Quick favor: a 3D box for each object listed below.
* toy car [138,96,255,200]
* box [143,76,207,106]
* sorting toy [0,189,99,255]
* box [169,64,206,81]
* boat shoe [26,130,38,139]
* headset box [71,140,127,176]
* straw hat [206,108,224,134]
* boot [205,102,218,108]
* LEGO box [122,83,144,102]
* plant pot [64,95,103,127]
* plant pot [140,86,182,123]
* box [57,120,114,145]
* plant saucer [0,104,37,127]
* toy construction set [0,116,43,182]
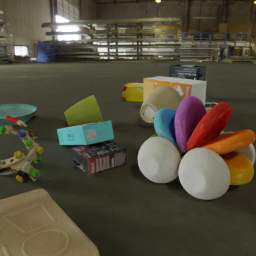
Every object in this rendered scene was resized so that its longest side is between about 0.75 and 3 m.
[{"bbox_3d":[1.653,0.265,6.693,2.694,2.021,2.358,14,22,38],"label":"toy car"},{"bbox_3d":[2.068,-1.405,12.825,2.622,1.631,1.278,16,23,42],"label":"box"},{"bbox_3d":[-1.834,1.863,4.380,2.040,0.402,2.204,-12,25,-35],"label":"sorting toy"},{"bbox_3d":[3.490,-2.743,16.694,1.891,1.923,1.129,13,21,37],"label":"box"},{"bbox_3d":[-3.476,0.183,9.957,0.801,0.271,0.288,15,23,41],"label":"boat shoe"},{"bbox_3d":[-0.846,0.782,7.601,1.321,0.496,0.982,-12,21,-34],"label":"headset box"},{"bbox_3d":[2.446,-0.173,9.732,2.597,1.099,2.597,0,17,0],"label":"straw hat"},{"bbox_3d":[4.499,-1.137,14.171,0.734,0.368,1.017,-8,15,-29],"label":"boot"},{"bbox_3d":[0.945,-2.079,16.332,2.241,0.865,1.669,4,18,14],"label":"LEGO box"},{"bbox_3d":[-1.797,-0.536,11.110,1.304,1.220,1.220,-19,21,-9],"label":"plant pot"},{"bbox_3d":[1.191,-0.792,11.109,1.512,1.512,1.615,9,21,28],"label":"plant pot"},{"bbox_3d":[-1.346,0.174,8.467,0.903,0.539,2.194,-12,3,-31],"label":"box"},{"bbox_3d":[-5.268,-0.500,11.820,2.757,0.496,2.757,1,17,0],"label":"plant saucer"},{"bbox_3d":[-2.512,0.567,6.823,1.194,1.554,1.296,16,31,30],"label":"toy construction set"}]
